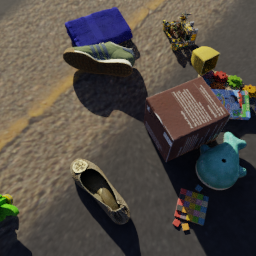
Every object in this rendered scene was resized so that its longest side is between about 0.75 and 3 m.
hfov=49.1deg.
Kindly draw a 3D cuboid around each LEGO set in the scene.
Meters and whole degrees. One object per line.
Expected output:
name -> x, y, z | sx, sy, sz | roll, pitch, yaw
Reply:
LEGO set -> 2.149, -4.134, 11.572 | 1.297, 0.977, 1.687 | -6, 62, -3

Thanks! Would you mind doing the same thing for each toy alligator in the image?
toy alligator -> -4.403, 2.141, 8.408 | 2.622, 0.778, 0.711 | 25, 105, 13

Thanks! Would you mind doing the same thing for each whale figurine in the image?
whale figurine -> 3.036, 0.936, 8.806 | 1.619, 1.056, 2.035 | 35, 68, 17

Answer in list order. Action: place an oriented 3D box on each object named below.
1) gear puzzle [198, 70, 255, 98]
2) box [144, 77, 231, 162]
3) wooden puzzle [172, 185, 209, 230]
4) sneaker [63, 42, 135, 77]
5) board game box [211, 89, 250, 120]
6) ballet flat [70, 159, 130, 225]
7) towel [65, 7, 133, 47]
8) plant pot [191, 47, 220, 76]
gear puzzle -> 3.770, -1.625, 10.607 | 2.350, 0.308, 1.217 | 19, 64, 10
box -> 1.805, -0.264, 9.096 | 2.040, 1.675, 1.692 | -22, 64, -12
wooden puzzle -> 1.953, 2.409, 8.562 | 0.889, 0.105, 1.499 | 16, 63, 8
sneaker -> -1.037, -2.836, 10.995 | 2.755, 0.924, 1.237 | 12, 54, 7
board game box -> 3.644, -0.859, 10.143 | 1.409, 0.258, 1.066 | 2, 72, 2
ballet flat -> -0.876, 1.857, 8.576 | 0.870, 0.598, 2.581 | -37, 68, -18
towel -> -1.222, -4.035, 11.797 | 2.447, 0.606, 1.807 | -23, 71, -12
plant pot -> 2.831, -2.611, 10.551 | 0.776, 0.771, 0.794 | -28, 61, -16
